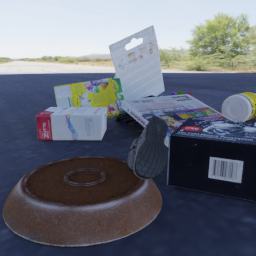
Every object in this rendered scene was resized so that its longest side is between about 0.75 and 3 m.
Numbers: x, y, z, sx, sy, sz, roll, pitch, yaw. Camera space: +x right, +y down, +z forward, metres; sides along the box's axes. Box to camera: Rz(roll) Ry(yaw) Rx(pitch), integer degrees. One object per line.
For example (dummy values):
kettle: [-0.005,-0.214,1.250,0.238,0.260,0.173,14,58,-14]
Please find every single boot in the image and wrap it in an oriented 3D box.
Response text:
boot: [0.228,0.444,4.186,0.425,0.802,1.218,33,40,-5]

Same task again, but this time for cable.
cable: [0.757,-0.484,9.711,2.529,0.642,2.063,-16,29,-25]

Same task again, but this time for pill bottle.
pill bottle: [4.082,-0.752,9.859,0.979,0.979,1.713,11,18,39]

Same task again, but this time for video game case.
video game case: [1.545,-0.315,8.162,2.699,0.310,2.460,-8,33,-31]

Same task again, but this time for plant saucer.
plant saucer: [-0.664,0.909,4.332,2.384,0.411,2.384,-1,14,0]

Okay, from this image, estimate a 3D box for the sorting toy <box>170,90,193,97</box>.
sorting toy: [2.622,-1.529,14.367,0.591,0.595,1.717,-31,26,-18]

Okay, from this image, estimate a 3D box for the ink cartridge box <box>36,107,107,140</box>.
ink cartridge box: [-1.514,-0.143,7.914,1.733,0.718,1.263,1,14,3]

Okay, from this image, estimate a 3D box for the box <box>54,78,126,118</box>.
box: [-1.204,-0.881,9.119,2.165,1.270,0.524,-10,-4,-9]

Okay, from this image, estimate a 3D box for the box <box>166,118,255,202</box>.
box: [1.774,0.455,5.012,1.792,0.933,1.631,6,14,22]

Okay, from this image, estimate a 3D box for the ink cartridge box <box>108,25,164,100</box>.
ink cartridge box: [0.268,-2.202,10.736,2.244,2.803,0.663,-34,37,-27]
